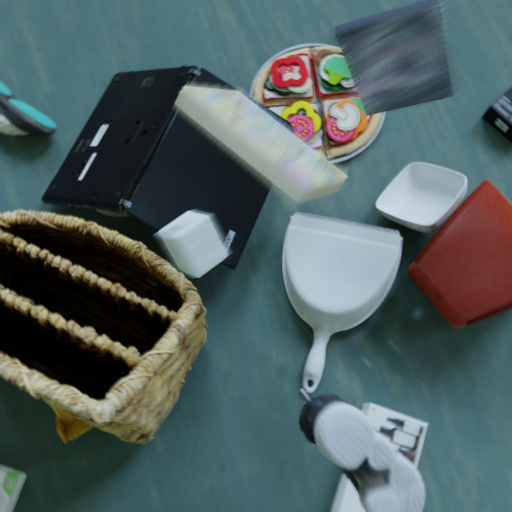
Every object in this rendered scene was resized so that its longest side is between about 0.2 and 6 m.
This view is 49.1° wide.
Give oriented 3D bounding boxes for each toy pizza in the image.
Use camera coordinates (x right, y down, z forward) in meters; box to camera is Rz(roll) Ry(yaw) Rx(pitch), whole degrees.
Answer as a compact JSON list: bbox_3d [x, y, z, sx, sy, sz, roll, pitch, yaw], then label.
[{"bbox_3d":[1.311,-3.332,11.920,2.929,0.464,2.929,0,74,0],"label":"toy pizza"}]

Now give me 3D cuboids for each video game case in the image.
[{"bbox_3d":[2.246,-3.062,8.923,1.492,2.088,0.198,-8,66,22],"label":"video game case"}]

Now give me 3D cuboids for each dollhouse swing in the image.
[{"bbox_3d":[-3.302,2.776,10.053,0.738,0.671,0.649,-30,118,-9],"label":"dollhouse swing"}]

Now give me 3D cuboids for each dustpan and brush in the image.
[{"bbox_3d":[1.353,0.946,10.603,2.260,0.927,3.238,12,68,13],"label":"dustpan and brush"}]

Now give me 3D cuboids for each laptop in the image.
[{"bbox_3d":[-1.757,-1.884,11.325,3.843,1.985,3.406,9,66,35],"label":"laptop"}]

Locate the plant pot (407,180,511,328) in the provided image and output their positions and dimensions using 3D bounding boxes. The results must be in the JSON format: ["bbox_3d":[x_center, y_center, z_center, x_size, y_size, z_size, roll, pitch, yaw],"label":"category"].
[{"bbox_3d":[3.953,0.188,10.212,1.838,2.084,2.086,-37,77,2],"label":"plant pot"}]

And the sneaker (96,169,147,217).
[{"bbox_3d":[-1.770,-1.198,11.050,2.924,1.051,1.060,9,66,-1],"label":"sneaker"}]

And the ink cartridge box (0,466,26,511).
[{"bbox_3d":[-4.680,4.052,9.842,0.960,0.403,0.698,17,75,5],"label":"ink cartridge box"}]

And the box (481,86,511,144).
[{"bbox_3d":[5.476,-2.996,11.806,0.883,0.505,0.970,-41,78,-10],"label":"box"}]

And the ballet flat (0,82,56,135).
[{"bbox_3d":[-5.260,-3.067,11.748,2.394,0.874,0.874,39,78,4],"label":"ballet flat"}]

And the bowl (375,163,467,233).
[{"bbox_3d":[3.289,-1.083,11.018,1.443,0.539,1.445,-48,44,-13],"label":"bowl"}]

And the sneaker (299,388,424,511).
[{"bbox_3d":[1.424,2.764,7.910,0.882,1.330,2.338,-39,110,-8],"label":"sneaker"}]

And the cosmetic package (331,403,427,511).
[{"bbox_3d":[2.042,4.018,9.716,1.094,0.671,2.651,18,75,6],"label":"cosmetic package"}]

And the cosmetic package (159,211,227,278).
[{"bbox_3d":[-0.743,-0.141,6.628,0.480,0.479,0.582,-38,121,-22],"label":"cosmetic package"}]

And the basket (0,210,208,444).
[{"bbox_3d":[-3.033,0.746,9.163,4.236,3.156,3.024,24,69,12],"label":"basket"}]

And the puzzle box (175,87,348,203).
[{"bbox_3d":[0.117,-1.637,7.985,2.303,1.532,0.293,41,118,14],"label":"puzzle box"}]
